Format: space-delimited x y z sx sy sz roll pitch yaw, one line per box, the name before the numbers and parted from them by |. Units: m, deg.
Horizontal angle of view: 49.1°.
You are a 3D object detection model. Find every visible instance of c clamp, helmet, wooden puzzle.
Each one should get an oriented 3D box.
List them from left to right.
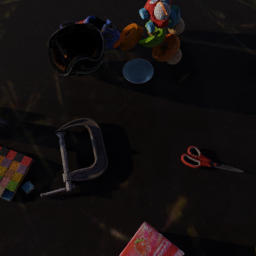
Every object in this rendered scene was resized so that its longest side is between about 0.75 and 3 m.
wooden puzzle | -4.363 1.490 9.673 2.651 0.186 1.572 19 64 9
c clamp | -1.930 0.894 9.880 2.341 0.371 2.741 -7 63 -4
helmet | -1.872 -3.021 10.931 1.983 2.080 2.080 -29 64 -38

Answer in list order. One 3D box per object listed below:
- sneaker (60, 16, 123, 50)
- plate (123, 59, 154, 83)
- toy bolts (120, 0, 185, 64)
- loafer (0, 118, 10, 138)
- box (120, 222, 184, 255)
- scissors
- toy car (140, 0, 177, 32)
sneaker | -1.648 -4.262 11.923 2.997 1.175 1.129 14 61 22
plate | 0.421 -2.347 11.660 1.287 0.164 1.287 0 64 -1
toy bolts | 1.278 -4.036 12.054 2.668 1.937 2.793 4 66 48
loafer | -5.650 -0.317 10.171 2.699 0.947 0.916 12 64 6
box | 0.154 4.173 7.652 1.379 1.321 2.766 35 68 17
scissors | 2.923 1.327 9.814 2.112 0.147 0.772 27 64 12
toy car | 1.003 -3.677 8.731 0.977 1.060 0.938 -29 93 -3
